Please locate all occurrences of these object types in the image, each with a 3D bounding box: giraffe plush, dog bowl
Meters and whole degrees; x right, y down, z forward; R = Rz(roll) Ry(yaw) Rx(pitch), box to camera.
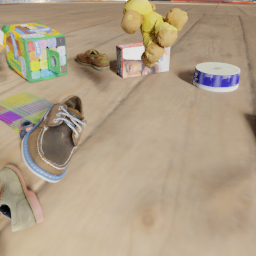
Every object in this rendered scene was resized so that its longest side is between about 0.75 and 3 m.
[{"bbox_3d":[0.461,-2.508,6.611,1.394,1.483,1.719,33,48,-10],"label":"giraffe plush"},{"bbox_3d":[3.266,-1.909,10.365,1.624,0.640,1.624,0,28,0],"label":"dog bowl"}]

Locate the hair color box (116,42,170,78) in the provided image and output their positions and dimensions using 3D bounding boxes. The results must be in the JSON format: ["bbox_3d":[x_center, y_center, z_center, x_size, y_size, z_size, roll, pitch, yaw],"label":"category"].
[{"bbox_3d":[0.635,-2.831,11.439,2.187,1.213,0.699,-14,32,-22],"label":"hair color box"}]

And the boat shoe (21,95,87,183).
[{"bbox_3d":[-1.504,-0.019,6.147,1.040,1.042,2.880,36,19,-24],"label":"boat shoe"}]

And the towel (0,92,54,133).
[{"bbox_3d":[-3.058,-0.518,8.263,2.263,0.258,1.625,22,35,33],"label":"towel"}]

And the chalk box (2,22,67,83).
[{"bbox_3d":[-3.488,-2.910,10.942,1.668,1.679,2.691,-22,42,-35],"label":"chalk box"}]

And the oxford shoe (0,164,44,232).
[{"bbox_3d":[-2.047,1.161,4.918,0.582,0.558,1.577,-23,36,-31],"label":"oxford shoe"}]

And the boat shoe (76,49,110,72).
[{"bbox_3d":[-1.559,-3.157,12.504,0.788,0.744,2.189,-26,38,-38],"label":"boat shoe"}]

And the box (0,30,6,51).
[{"bbox_3d":[-3.452,-2.405,6.871,0.199,0.962,0.572,-31,49,17],"label":"box"}]

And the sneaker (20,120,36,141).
[{"bbox_3d":[-2.182,0.278,6.429,0.554,0.624,1.477,-18,34,-30],"label":"sneaker"}]
